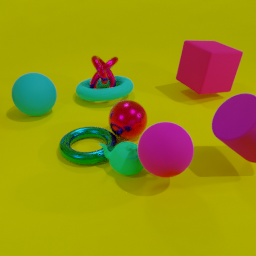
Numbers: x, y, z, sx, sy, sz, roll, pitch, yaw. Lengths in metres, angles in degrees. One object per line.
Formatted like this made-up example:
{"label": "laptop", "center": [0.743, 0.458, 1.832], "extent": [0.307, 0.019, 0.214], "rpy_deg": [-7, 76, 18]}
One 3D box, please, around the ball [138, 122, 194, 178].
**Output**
{"label": "ball", "center": [0.759, 0.438, 5.690], "extent": [1.123, 1.123, 1.123], "rpy_deg": [0, 32, 0]}

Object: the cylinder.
{"label": "cylinder", "center": [2.653, 0.018, 6.142], "extent": [1.159, 1.159, 1.159], "rpy_deg": [32, 20, -28]}

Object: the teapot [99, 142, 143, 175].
{"label": "teapot", "center": [-0.046, 0.634, 6.376], "extent": [1.315, 0.644, 0.817], "rpy_deg": [12, 36, -1]}

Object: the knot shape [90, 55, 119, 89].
{"label": "knot shape", "center": [-0.820, -1.729, 9.514], "extent": [0.695, 1.407, 1.504], "rpy_deg": [13, 19, 17]}

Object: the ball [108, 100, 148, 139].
{"label": "ball", "center": [-0.001, -0.223, 7.417], "extent": [1.039, 1.039, 1.039], "rpy_deg": [0, 32, 0]}

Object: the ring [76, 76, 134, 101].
{"label": "ring", "center": [-0.805, -1.399, 9.714], "extent": [2.003, 0.401, 2.003], "rpy_deg": [-4, 25, 2]}

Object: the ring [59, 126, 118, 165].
{"label": "ring", "center": [-0.999, 0.411, 7.114], "extent": [1.496, 0.299, 1.496], "rpy_deg": [0, 31, 0]}

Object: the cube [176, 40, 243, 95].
{"label": "cube", "center": [2.683, -2.075, 9.438], "extent": [1.399, 1.399, 1.399], "rpy_deg": [-8, 33, -27]}

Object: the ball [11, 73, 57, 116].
{"label": "ball", "center": [-2.826, -1.015, 8.481], "extent": [1.301, 1.301, 1.301], "rpy_deg": [0, 32, 0]}
